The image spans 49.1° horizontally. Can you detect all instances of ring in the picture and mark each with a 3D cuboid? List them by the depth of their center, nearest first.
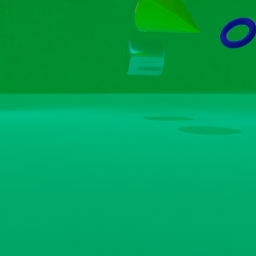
[{"bbox_3d":[3.367,-2.915,8.588,1.073,1.073,0.215,6,-18,36],"label":"ring"}]

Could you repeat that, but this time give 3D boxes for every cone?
[{"bbox_3d":[1.307,-2.975,7.578,1.607,1.601,1.601,41,25,21],"label":"cone"}]

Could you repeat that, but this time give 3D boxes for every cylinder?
[{"bbox_3d":[0.600,-2.651,10.583,1.279,1.279,1.279,0,7,-9],"label":"cylinder"}]
